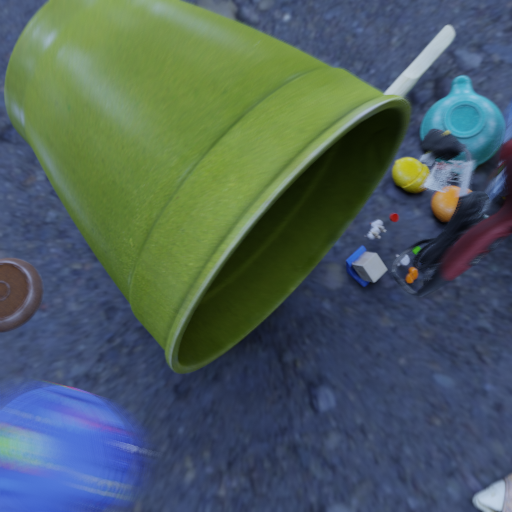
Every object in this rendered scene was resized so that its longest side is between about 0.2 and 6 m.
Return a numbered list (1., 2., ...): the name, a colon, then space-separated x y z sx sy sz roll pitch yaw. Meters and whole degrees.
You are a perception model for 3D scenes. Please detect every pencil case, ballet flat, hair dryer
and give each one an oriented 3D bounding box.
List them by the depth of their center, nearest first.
1. pencil case: -1.575 1.712 4.505 1.010 2.325 0.907 4 64 -18
2. hair dryer: 2.516 -0.315 5.639 0.683 2.513 1.914 5 99 -27
3. ballet flat: 2.933 3.339 6.921 0.611 0.618 1.817 23 70 17

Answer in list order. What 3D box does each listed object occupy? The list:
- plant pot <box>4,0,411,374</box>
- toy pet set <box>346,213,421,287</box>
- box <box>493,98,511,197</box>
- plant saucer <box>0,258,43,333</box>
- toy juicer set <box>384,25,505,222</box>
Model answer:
1. plant pot: -0.768 -1.133 5.954 3.268 3.394 3.394 41 75 14
2. toy pet set: 1.844 0.023 8.262 0.955 0.543 1.022 -41 108 -13
3. box: 3.880 -1.787 6.177 0.567 2.845 1.948 15 83 -11
4. plant saucer: -3.714 0.541 8.177 1.146 0.197 1.146 0 69 -1
5. toy juicer set: 2.928 -1.848 8.846 1.948 0.833 3.063 -28 74 9
